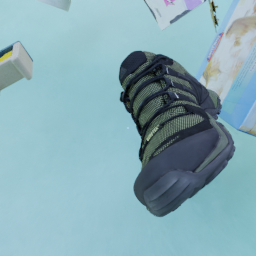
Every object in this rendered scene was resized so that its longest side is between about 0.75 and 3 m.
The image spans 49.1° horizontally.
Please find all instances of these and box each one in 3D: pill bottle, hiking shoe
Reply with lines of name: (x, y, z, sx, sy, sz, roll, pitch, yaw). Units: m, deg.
pill bottle: (-1.720, -4.598, 7.140, 1.583, 2.820, 1.583, 19, 18, -7)
hiking shoe: (0.314, -0.158, 3.113, 1.350, 1.016, 2.682, 40, 24, -3)

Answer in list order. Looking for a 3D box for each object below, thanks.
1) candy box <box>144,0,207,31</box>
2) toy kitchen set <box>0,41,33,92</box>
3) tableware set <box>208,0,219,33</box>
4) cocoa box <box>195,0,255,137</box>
candy box: (0.845, -3.584, 6.028, 0.986, 2.312, 2.757, -26, 16, 33)
toy kitchen set: (-2.693, -1.395, 4.066, 1.669, 2.083, 1.227, -30, 44, -1)
tableware set: (2.444, -3.205, 7.848, 0.192, 0.957, 0.633, -15, 63, 18)
cocoa box: (2.658, -1.268, 4.759, 1.817, 2.770, 1.847, 16, 19, -23)
